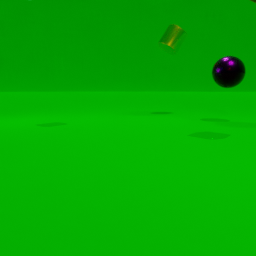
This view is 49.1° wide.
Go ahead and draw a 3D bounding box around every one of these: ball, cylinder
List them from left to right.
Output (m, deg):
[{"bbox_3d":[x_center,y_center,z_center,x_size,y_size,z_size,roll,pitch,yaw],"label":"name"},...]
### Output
[{"bbox_3d":[1.850,-3.649,11.606,0.906,0.906,0.906,33,1,-1],"label":"cylinder"},{"bbox_3d":[3.428,-1.905,9.554,1.092,1.092,1.092,0,8,0],"label":"ball"}]

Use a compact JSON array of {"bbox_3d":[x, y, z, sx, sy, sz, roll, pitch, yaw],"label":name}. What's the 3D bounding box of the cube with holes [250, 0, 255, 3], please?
[{"bbox_3d":[2.323,-2.871,5.089,0.735,0.735,0.735,44,16,26],"label":"cube with holes"}]
